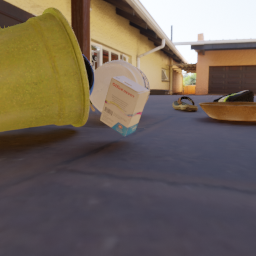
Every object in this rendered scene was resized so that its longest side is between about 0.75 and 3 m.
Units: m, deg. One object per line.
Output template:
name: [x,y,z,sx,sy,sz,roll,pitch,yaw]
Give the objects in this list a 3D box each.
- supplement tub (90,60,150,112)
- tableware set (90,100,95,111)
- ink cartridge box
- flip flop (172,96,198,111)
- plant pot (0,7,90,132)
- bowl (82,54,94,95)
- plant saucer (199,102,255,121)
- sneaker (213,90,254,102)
supplement tub: [-0.268,-1.380,9.995,1.901,1.901,2.627,1,8,10]
tableware set: [-0.951,-1.478,11.769,2.935,1.977,0.450,9,45,-22]
ink cartridge box: [-0.072,-0.423,5.214,0.664,0.918,0.389,34,33,24]
flip flop: [2.681,-1.166,13.100,0.906,0.643,2.234,0,8,-2]
plant pot: [-2.485,-0.965,5.874,2.466,2.682,2.682,-19,16,-27]
bowl: [-1.629,-1.302,7.025,1.670,1.670,0.328,-4,-12,-24]
plant saucer: [3.802,-0.570,9.273,2.859,0.506,2.859,0,8,0]
sneaker: [4.569,-1.179,12.169,2.589,0.928,1.072,-7,11,-42]
